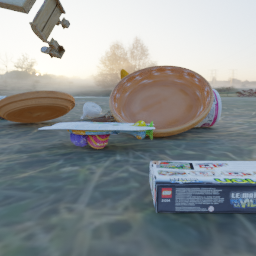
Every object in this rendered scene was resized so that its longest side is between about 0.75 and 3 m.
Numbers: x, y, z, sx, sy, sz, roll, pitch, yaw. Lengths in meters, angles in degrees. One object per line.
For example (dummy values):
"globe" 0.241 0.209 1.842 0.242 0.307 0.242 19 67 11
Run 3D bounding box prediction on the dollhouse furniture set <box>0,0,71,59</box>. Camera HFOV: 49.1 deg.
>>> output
"dollhouse furniture set" -2.967 -3.654 9.323 1.182 1.384 2.670 18 -16 17

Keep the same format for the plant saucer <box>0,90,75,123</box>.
"plant saucer" -2.986 -0.614 9.200 2.502 0.404 2.502 -11 -11 -2

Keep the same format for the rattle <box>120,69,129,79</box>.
"rattle" 1.243 -1.236 10.843 2.827 2.019 1.840 -7 -18 11

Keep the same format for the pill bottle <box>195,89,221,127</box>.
"pill bottle" 1.635 -0.603 8.618 2.119 1.201 1.201 -2 8 -9

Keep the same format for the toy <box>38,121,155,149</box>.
"toy" -0.541 0.140 5.724 2.170 0.512 1.249 -3 5 4

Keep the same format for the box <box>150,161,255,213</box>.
"box" 1.096 0.608 3.069 1.672 0.290 0.920 0 8 2

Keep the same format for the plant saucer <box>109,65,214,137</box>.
"plant saucer" 0.884 -0.740 7.645 2.770 0.518 2.770 -6 46 6

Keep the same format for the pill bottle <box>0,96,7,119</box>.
"pill bottle" -4.977 -0.825 11.289 1.655 0.919 0.919 2 8 14

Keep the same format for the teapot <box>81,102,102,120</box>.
"teapot" -1.478 -0.631 11.287 0.807 0.590 0.797 16 32 -21

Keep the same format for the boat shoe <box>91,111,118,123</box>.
"boat shoe" -0.578 -0.354 9.418 1.368 0.491 0.518 -3 8 -20
